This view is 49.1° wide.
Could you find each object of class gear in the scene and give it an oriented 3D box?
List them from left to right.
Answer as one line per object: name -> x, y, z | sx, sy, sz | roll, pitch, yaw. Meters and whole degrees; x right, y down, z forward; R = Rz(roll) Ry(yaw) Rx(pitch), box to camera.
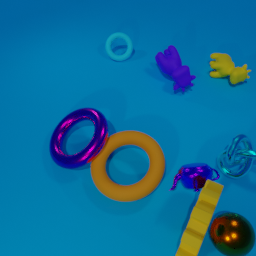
gear -> 1.503, 2.043, 5.898 | 0.351, 1.898, 1.898 | 21, 55, 22

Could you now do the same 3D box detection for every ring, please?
ring -> -1.419, 0.253, 7.957 | 1.930, 0.386, 1.930 | -15, 53, 22
ring -> -0.335, -3.118, 10.767 | 1.066, 1.066, 0.213 | -8, 11, -6
ring -> -0.019, 0.967, 7.495 | 2.014, 0.403, 2.014 | -5, 59, 9

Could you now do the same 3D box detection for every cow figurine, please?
cow figurine -> 1.626, -2.047, 9.805 | 0.888, 1.618, 1.592 | -31, 97, 2
cow figurine -> 3.648, -2.170, 10.073 | 1.348, 0.752, 1.370 | 2, 50, 13

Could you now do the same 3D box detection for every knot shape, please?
knot shape -> 2.954, 0.702, 7.347 | 1.348, 1.262, 0.623 | -24, 39, 19

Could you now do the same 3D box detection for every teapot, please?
teapot -> 1.581, 1.203, 6.711 | 1.330, 0.827, 0.651 | -7, 92, -11

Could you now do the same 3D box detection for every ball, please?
ball -> 2.352, 2.406, 6.331 | 0.970, 0.970, 0.970 | 0, 52, 0
